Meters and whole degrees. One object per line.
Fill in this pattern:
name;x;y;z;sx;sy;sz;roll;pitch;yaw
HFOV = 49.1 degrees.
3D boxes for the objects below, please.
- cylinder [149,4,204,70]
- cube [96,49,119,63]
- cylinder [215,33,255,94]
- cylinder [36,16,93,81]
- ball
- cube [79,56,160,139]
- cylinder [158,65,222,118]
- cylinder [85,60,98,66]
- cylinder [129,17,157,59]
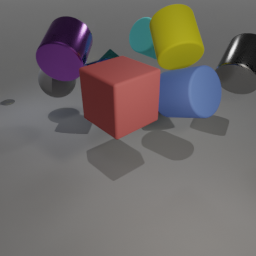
cylinder;1.457;-2.725;8.519;1.400;1.400;1.400;-6;69;-11
cube;-0.494;-2.008;9.184;0.700;0.700;0.700;-45;50;3
cylinder;3.704;-2.049;9.019;1.400;1.400;1.400;18;65;30
cylinder;-1.887;-2.386;8.477;1.400;1.400;1.400;4;51;7
ball;-2.671;-1.848;10.593;1.400;1.400;1.400;0;29;0
cube;-0.198;-0.813;6.926;1.400;1.400;1.400;-26;40;-34
cylinder;1.666;-0.990;7.969;1.400;1.400;1.400;-22;16;-35
cylinder;-1.468;-2.494;12.082;0.700;0.700;0.700;-26;38;-32
cylinder;0.998;-3.685;11.646;1.400;1.400;1.400;24;14;37
